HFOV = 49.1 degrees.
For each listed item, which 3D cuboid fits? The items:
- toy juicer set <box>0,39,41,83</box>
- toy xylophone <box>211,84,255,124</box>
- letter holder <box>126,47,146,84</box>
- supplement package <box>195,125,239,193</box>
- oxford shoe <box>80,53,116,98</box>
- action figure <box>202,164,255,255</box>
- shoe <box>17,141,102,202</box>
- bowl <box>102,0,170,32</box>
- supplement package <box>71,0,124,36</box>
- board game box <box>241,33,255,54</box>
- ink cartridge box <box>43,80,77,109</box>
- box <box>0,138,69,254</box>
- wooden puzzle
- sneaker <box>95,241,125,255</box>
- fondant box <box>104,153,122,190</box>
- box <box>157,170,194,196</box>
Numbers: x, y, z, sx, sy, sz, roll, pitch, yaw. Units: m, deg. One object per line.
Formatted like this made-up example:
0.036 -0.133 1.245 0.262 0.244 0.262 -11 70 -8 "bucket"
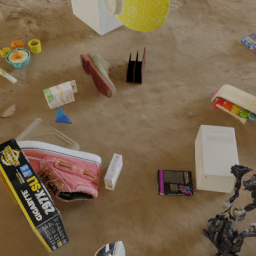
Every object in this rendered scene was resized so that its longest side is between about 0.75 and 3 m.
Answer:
-4.347 -2.699 10.560 1.375 0.588 2.162 14 56 10 "toy juicer set"
3.580 -0.750 9.210 1.811 0.455 1.326 38 62 25 "toy xylophone"
0.294 -2.304 10.111 0.596 0.842 1.185 6 54 5 "letter holder"
2.408 0.843 7.735 0.955 0.943 1.575 6 54 4 "supplement package"
-0.897 -1.992 9.924 0.861 0.811 2.301 -21 57 -21 "oxford shoe"
2.592 2.128 6.466 1.204 2.360 1.403 12 8 -23 "action figure"
-1.961 1.157 7.289 2.570 0.918 1.169 12 53 -14 "shoe"
-0.005 -4.175 8.625 1.388 2.579 2.579 -21 57 -19 "bowl"
-0.697 -5.879 11.867 2.907 2.206 2.190 -34 61 -22 "supplement package"
5.304 -3.317 11.237 0.860 0.219 1.270 -22 57 -15 "board game box"
-2.181 -1.124 9.365 1.093 0.640 0.368 -23 58 -15 "ink cartridge box"
-2.090 1.593 6.179 0.591 2.394 1.912 -28 65 -23 "box"
-2.560 0.719 8.189 1.860 0.322 2.758 39 68 19 "wooden puzzle"
-0.345 2.411 4.854 0.467 1.177 0.462 -15 92 6 "sneaker"
-0.391 1.205 7.691 0.240 0.595 0.824 13 55 10 "fondant box"
1.300 1.512 7.732 0.968 0.175 0.692 2 54 3 "box"
